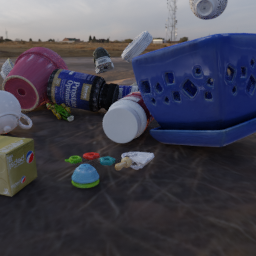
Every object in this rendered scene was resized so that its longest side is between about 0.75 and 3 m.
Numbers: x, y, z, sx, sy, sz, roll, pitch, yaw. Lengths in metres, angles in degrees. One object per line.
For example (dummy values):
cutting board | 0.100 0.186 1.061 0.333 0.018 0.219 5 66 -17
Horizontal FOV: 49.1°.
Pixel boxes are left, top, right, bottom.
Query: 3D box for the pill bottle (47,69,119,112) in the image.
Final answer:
pill bottle | -1.832 -1.528 11.818 2.748 1.537 1.537 12 19 7

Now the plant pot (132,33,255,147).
plant pot | 2.203 -0.995 7.965 2.972 2.672 2.971 -15 10 -39

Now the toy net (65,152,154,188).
toy net | -0.371 0.865 6.600 2.053 0.396 1.077 -6 16 -24

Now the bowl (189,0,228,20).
bowl | 2.278 -3.589 8.132 1.125 1.125 0.528 8 46 23

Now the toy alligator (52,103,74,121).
toy alligator | -2.472 -0.502 10.871 0.548 0.397 1.654 -34 40 -16

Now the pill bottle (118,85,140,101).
pill bottle | 0.239 -1.406 12.626 1.706 0.987 0.987 4 18 10

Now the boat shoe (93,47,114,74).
boat shoe | -1.005 -2.717 11.325 0.788 0.710 2.229 -17 1 -5

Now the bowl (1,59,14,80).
bowl | -7.650 -3.437 18.229 0.901 1.920 1.920 -28 23 -7

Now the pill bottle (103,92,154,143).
pill bottle | 0.086 -0.375 8.937 1.271 1.271 2.226 5 18 16

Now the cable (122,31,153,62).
cable | 0.367 -3.401 11.809 1.545 0.535 1.545 -55 18 -26

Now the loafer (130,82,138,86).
loafer | 0.625 -2.144 14.998 2.679 0.935 0.937 1 18 2

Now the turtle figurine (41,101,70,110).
turtle figurine | -2.994 -0.806 11.663 1.000 0.399 1.240 16 4 15

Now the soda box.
soda box | -3.452 0.689 6.133 2.799 0.948 0.896 5 18 17

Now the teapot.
teapot | -4.095 -0.341 9.082 1.596 1.575 1.165 -32 68 -22

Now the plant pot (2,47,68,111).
plant pot | -4.224 -2.019 12.531 2.595 2.595 2.322 4 34 13
